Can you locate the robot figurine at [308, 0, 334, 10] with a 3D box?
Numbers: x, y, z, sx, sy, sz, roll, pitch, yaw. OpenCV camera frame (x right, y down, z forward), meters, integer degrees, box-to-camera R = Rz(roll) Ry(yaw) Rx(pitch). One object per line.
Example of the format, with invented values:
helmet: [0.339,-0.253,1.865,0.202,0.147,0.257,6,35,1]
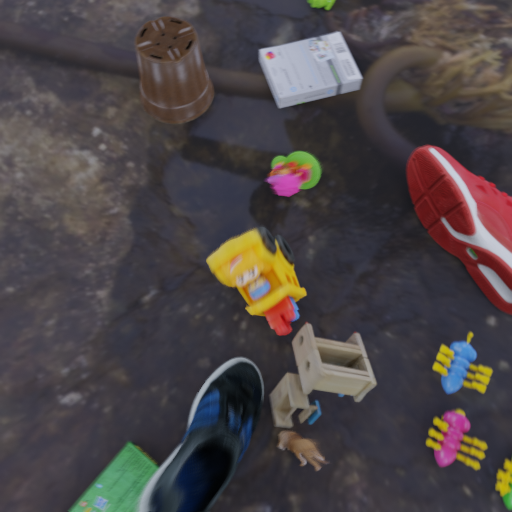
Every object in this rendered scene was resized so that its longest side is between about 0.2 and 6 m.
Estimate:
robot figurine: [1.534,-5.937,12.819,0.672,0.388,0.589,-27,68,-12]

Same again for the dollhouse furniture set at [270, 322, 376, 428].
dollhouse furniture set: [0.971,1.938,8.862,1.008,1.431,1.003,14,39,-22]

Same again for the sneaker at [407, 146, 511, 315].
sneaker: [4.329,-0.763,10.149,1.960,1.330,3.394,-27,80,-21]

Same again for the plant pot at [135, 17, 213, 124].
plant pot: [-1.698,-3.747,11.181,1.570,1.554,1.570,0,66,1]

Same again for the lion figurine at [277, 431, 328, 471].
lion figurine: [0.706,2.905,8.488,0.337,0.931,0.570,-33,91,-32]

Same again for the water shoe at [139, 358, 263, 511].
water shoe: [-0.466,2.653,8.040,1.071,1.182,2.996,42,48,-11]

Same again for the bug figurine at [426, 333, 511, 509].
bug figurine: [3.809,2.611,8.743,2.736,0.704,2.121,29,75,8]

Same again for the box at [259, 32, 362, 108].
box: [1.139,-3.971,11.926,1.817,0.374,1.417,-15,66,-8]

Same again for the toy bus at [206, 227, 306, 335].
toy bus: [0.127,0.507,9.119,1.125,1.657,1.591,-30,70,16]

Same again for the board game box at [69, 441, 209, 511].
board game box: [-2.306,4.476,8.086,1.642,0.368,3.133,36,70,17]

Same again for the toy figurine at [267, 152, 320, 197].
toy figurine: [0.556,-1.467,10.408,1.001,0.752,0.922,17,34,22]
